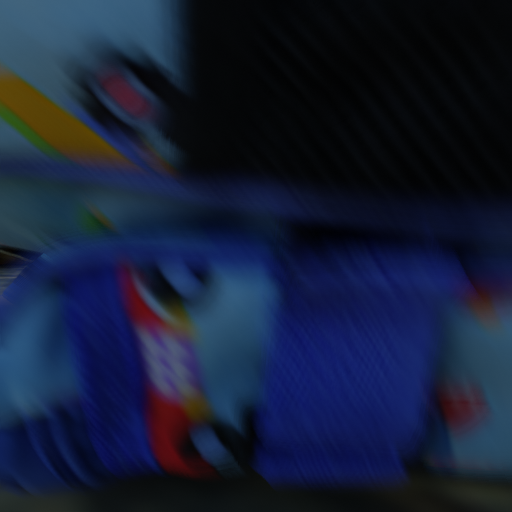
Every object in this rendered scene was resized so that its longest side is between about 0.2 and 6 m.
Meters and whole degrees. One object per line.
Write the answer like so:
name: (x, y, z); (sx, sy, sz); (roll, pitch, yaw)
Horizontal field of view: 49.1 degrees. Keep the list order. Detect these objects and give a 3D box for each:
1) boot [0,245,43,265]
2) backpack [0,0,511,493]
boot: (-3.280, -0.381, 5.907); (1.369, 1.335, 3.628); (11, 3, 0)
backpack: (-0.233, -0.768, 2.110); (3.570, 2.402, 3.259); (-1, 8, 0)
